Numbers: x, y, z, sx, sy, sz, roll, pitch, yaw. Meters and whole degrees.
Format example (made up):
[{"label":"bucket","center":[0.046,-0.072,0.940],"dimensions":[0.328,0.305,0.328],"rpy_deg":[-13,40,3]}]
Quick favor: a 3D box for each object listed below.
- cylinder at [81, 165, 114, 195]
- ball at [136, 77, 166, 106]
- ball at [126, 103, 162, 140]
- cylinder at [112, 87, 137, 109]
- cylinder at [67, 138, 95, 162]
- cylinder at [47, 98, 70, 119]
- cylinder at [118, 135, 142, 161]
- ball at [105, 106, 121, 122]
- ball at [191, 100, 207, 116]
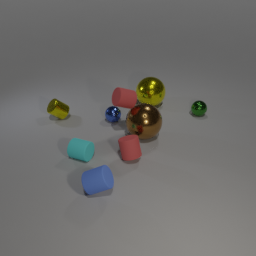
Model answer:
[{"label":"cylinder","center":[-0.867,1.494,8.071],"dimensions":[0.700,0.700,0.700],"rpy_deg":[-21,27,16]},{"label":"ball","center":[1.061,-1.699,13.148],"dimensions":[1.400,1.400,1.400],"rpy_deg":[0,31,0]},{"label":"ball","center":[0.610,-0.251,10.700],"dimensions":[1.400,1.400,1.400],"rpy_deg":[0,31,0]},{"label":"cylinder","center":[-0.139,-1.103,10.346],"dimensions":[0.700,0.700,0.700],"rpy_deg":[8,24,-32]},{"label":"cylinder","center":[-1.630,0.748,9.711],"dimensions":[0.700,0.700,0.700],"rpy_deg":[12,33,21]},{"label":"cylinder","center":[-3.014,-0.819,12.098],"dimensions":[0.700,0.700,0.700],"rpy_deg":[30,8,-41]},{"label":"cylinder","center":[0.068,0.666,9.580],"dimensions":[0.700,0.700,0.700],"rpy_deg":[-12,13,3]},{"label":"ball","center":[-0.640,-0.593,11.984],"dimensions":[0.700,0.700,0.700],"rpy_deg":[0,31,0]},{"label":"ball","center":[3.161,-0.875,12.463],"dimensions":[0.700,0.700,0.700],"rpy_deg":[0,31,0]}]
